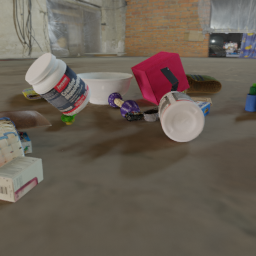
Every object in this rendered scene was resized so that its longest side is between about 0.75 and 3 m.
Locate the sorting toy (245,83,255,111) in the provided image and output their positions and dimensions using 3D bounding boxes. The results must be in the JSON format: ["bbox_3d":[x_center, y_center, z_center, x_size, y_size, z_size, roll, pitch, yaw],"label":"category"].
[{"bbox_3d":[5.781,-1.271,11.600,1.661,1.135,2.765,1,18,3],"label":"sorting toy"}]

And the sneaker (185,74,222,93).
[{"bbox_3d":[3.856,-2.565,16.027,2.912,0.976,1.307,11,20,16],"label":"sneaker"}]

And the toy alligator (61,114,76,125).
[{"bbox_3d":[-2.151,-0.473,10.234,0.411,0.449,1.515,1,18,3],"label":"toy alligator"}]

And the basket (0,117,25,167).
[{"bbox_3d":[-3.176,0.360,6.363,1.427,1.126,1.619,-22,38,-29],"label":"basket"}]

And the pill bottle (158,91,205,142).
[{"bbox_3d":[1.613,-0.473,8.961,1.232,1.232,2.163,1,18,2],"label":"pill bottle"}]

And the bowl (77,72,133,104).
[{"bbox_3d":[-1.162,-1.875,13.270,2.832,1.273,2.832,-1,18,0],"label":"bowl"}]

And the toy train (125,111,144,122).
[{"bbox_3d":[0.196,-0.374,8.554,0.305,0.228,1.334,41,16,13],"label":"toy train"}]

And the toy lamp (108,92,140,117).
[{"bbox_3d":[-0.155,-0.890,11.156,0.746,0.746,2.562,-5,18,-16],"label":"toy lamp"}]

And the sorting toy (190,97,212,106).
[{"bbox_3d":[2.991,-1.179,12.794,1.566,0.309,1.692,4,14,12],"label":"sorting toy"}]

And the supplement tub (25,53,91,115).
[{"bbox_3d":[-1.663,-1.038,6.827,0.969,0.969,1.381,21,-17,48],"label":"supplement tub"}]

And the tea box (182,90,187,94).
[{"bbox_3d":[2.526,-1.731,14.054,0.761,0.517,0.774,3,18,5],"label":"tea box"}]

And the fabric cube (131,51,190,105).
[{"bbox_3d":[1.493,-2.392,13.239,1.789,1.761,1.795,-31,26,-9],"label":"fabric cube"}]

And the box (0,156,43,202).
[{"bbox_3d":[-2.215,0.985,5.586,0.595,0.507,0.931,6,19,17],"label":"box"}]

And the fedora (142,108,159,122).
[{"bbox_3d":[0.898,-0.454,10.354,0.760,0.343,0.672,-19,23,-27],"label":"fedora"}]

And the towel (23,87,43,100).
[{"bbox_3d":[-4.308,-1.891,14.446,2.111,0.335,2.939,-13,18,-23],"label":"towel"}]

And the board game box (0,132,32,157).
[{"bbox_3d":[-3.229,0.463,7.474,1.142,0.367,0.842,-9,20,-27],"label":"board game box"}]

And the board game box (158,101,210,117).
[{"bbox_3d":[2.233,-0.730,11.044,1.572,0.449,1.605,10,20,30],"label":"board game box"}]

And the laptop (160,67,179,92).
[{"bbox_3d":[1.496,-1.597,10.548,0.623,1.206,1.069,18,23,17],"label":"laptop"}]

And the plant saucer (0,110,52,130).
[{"bbox_3d":[-3.617,-0.131,7.772,2.873,0.526,2.873,-6,2,0],"label":"plant saucer"}]
